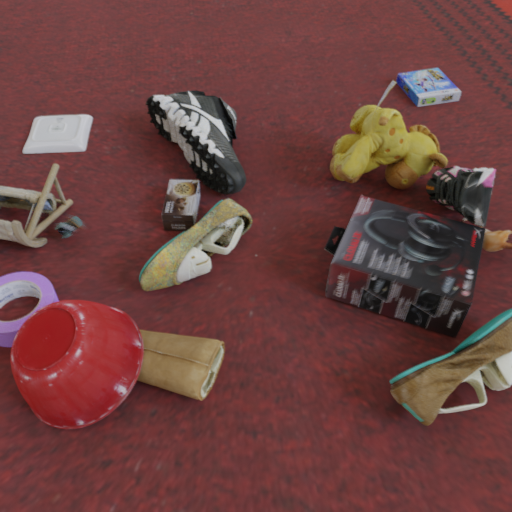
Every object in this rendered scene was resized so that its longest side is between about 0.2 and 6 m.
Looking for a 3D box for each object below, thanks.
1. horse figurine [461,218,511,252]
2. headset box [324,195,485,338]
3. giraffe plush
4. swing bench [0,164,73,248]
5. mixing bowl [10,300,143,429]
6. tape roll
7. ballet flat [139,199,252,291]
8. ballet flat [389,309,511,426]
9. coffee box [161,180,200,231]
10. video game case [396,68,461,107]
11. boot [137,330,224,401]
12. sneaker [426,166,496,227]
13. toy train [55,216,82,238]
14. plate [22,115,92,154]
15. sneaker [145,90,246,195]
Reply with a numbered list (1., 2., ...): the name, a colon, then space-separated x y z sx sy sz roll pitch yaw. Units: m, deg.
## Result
1. horse figurine: 4.313 -0.364 10.577 1.623 0.405 1.075 19 32 37
2. headset box: 2.508 0.080 9.886 2.560 0.989 1.905 18 49 14
3. giraffe plush: 2.892 -2.216 11.745 1.846 2.277 1.964 29 40 -14
4. swing bench: -4.818 -0.951 10.854 1.711 1.116 1.720 11 53 10
5. mixing bowl: -2.798 1.400 8.213 1.988 1.077 1.988 -8 57 13
6. tape roll: -4.060 0.892 9.523 1.314 0.431 1.314 0 47 0
7. ballet flat: -0.983 -0.145 10.233 0.925 0.925 2.618 27 50 23
8. ballet flat: 3.244 1.735 8.459 2.701 0.916 0.977 -22 72 -27
9. coffee box: -1.510 -1.030 11.337 0.625 0.441 1.106 2 46 2
10. video game case: 4.501 -4.433 14.679 1.191 0.299 1.314 -10 47 -11
11. boot: -1.796 1.788 8.483 2.187 0.723 1.916 13 48 11
12. sneaker: 3.835 -1.194 10.704 1.154 1.074 2.674 8 10 16
13. toy train: -3.574 -0.551 10.680 0.399 0.298 0.700 -40 15 -25
14. plate: -4.716 -2.961 13.326 1.447 0.234 1.451 -3 46 -2
15. sneaker: -0.982 -2.755 12.439 1.671 1.227 3.693 -26 50 -19
